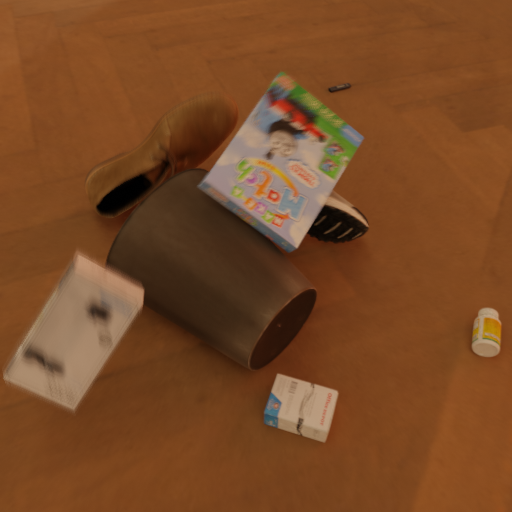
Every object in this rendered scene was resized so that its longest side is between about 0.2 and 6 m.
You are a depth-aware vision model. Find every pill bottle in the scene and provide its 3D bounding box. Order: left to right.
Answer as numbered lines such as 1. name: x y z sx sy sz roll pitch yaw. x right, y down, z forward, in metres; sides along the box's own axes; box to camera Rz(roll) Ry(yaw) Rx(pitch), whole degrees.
1. pill bottle: 3.987 1.309 9.678 0.445 0.445 0.788 14 50 12

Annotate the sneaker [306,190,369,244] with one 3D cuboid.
1. sneaker: 0.999 -1.210 10.707 2.918 1.078 1.157 29 53 -19

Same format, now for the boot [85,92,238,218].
1. boot: -1.794 -1.955 11.380 3.647 1.343 1.376 -35 31 1

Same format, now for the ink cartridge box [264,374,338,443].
1. ink cartridge box: 0.700 2.369 8.733 1.004 0.423 0.726 14 50 12

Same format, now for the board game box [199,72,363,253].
1. board game box: 0.476 -1.571 9.330 1.848 0.447 2.443 35 72 -11

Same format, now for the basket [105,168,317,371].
1. basket: -0.618 0.335 9.531 2.991 2.034 2.697 37 82 23

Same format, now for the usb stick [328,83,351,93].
1. usb stick: 2.260 -4.563 15.197 0.647 0.105 0.179 -18 50 -16

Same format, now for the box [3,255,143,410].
1. box: -2.547 1.096 7.914 1.115 1.911 0.575 32 10 -18
